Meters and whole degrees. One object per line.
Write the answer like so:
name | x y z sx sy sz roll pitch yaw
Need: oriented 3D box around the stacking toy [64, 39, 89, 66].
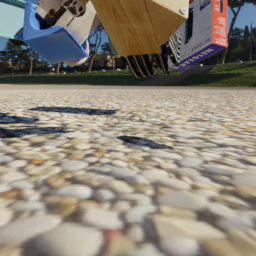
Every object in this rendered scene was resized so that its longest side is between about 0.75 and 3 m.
stacking toy | -1.641 -2.838 8.354 1.085 1.085 2.542 -2 -11 -12

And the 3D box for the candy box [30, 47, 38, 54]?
candy box | -2.347 -3.352 9.373 2.073 0.632 1.413 -43 4 6

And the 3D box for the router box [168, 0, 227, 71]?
router box | 2.424 -3.592 10.096 0.639 2.348 2.617 7 -10 -23

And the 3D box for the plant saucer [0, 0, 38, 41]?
plant saucer | -2.998 -2.826 7.271 0.277 1.019 2.915 15 13 32

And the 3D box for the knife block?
knife block | 0.020 -1.963 5.401 2.566 0.821 2.252 18 -26 -21

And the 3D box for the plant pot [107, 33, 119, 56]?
plant pot | 0.377 -3.127 7.124 1.623 2.409 2.409 -1 9 8

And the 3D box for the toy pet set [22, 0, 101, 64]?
toy pet set | -1.979 -2.672 5.671 2.967 1.576 2.770 42 0 26
